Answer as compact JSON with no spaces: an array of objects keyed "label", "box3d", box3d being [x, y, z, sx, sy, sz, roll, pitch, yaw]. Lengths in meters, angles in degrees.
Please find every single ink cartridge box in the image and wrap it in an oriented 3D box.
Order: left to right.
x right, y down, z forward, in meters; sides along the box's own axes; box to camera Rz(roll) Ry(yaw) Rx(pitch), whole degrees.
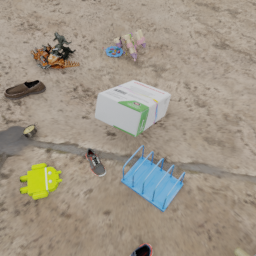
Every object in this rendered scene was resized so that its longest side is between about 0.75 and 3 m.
[{"label":"ink cartridge box","box3d":[0.231,-0.798,9.970,1.702,0.987,2.351,25,31,22]}]

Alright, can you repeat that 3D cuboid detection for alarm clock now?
[{"label":"alarm clock","box3d":[-3.581,0.065,10.399,0.517,0.255,0.766,0,47,32]}]

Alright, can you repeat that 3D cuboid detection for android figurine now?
[{"label":"android figurine","box3d":[-2.876,1.746,9.290,1.377,0.283,1.253,-10,54,-5]}]

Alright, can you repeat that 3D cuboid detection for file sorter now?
[{"label":"file sorter","box3d":[0.800,1.537,8.959,1.721,1.056,1.194,32,59,22]}]

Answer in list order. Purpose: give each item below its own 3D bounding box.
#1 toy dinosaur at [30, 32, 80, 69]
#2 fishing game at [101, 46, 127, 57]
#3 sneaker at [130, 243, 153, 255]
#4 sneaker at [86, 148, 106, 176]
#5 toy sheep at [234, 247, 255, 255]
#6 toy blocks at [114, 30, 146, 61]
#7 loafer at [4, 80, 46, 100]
[{"label":"toy dinosaur","box3d":[-3.215,-3.204,12.647,2.396,1.224,1.626,29,72,-2]},{"label":"fishing game","box3d":[-0.662,-3.682,13.342,1.236,0.192,0.885,4,51,3]},{"label":"sneaker","box3d":[0.131,3.720,7.619,0.547,0.617,1.460,34,61,22]},{"label":"sneaker","box3d":[-1.152,1.151,9.597,0.445,0.473,1.154,-29,59,-19]},{"label":"toy sheep","box3d":[3.760,3.979,6.750,1.900,1.900,2.756,-35,55,-23]},{"label":"toy blocks","box3d":[0.136,-3.752,13.008,1.384,1.165,1.293,-14,21,15]},{"label":"loafer","box3d":[-4.311,-1.682,11.605,1.679,0.596,0.613,-18,56,-13]}]
